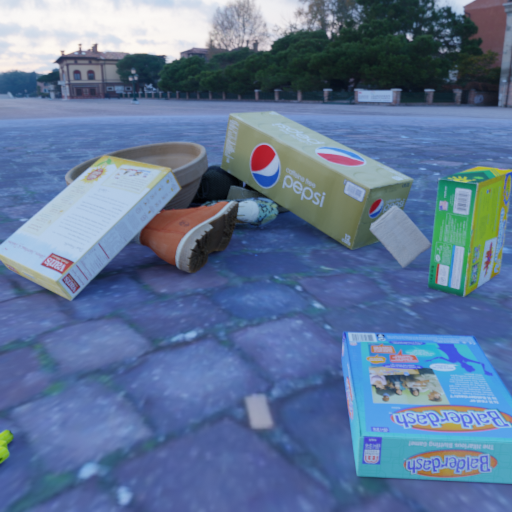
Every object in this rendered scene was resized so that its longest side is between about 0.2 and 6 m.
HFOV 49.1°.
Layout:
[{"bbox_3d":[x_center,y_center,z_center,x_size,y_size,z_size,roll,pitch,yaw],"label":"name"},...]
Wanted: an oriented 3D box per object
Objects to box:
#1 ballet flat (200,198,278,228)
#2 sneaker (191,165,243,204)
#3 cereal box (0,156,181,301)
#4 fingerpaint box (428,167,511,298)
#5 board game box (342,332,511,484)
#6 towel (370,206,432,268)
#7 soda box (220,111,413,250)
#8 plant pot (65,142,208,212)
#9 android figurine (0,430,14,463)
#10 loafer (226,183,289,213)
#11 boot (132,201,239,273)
[{"bbox_3d":[-0.511,-1.036,13.584,2.092,0.776,0.776,-3,15,28],"label":"ballet flat"},{"bbox_3d":[-1.993,-1.834,15.508,3.163,1.209,1.812,6,21,25],"label":"sneaker"},{"bbox_3d":[-3.142,-0.672,10.535,2.167,0.595,3.012,18,56,37],"label":"cereal box"},{"bbox_3d":[3.842,-0.490,10.039,0.733,2.000,1.668,16,25,40],"label":"fingerpaint box"},{"bbox_3d":[1.865,1.560,6.227,1.683,0.498,2.213,2,18,5],"label":"board game box"},{"bbox_3d":[2.776,-0.377,10.814,0.719,1.085,0.187,-40,6,8],"label":"towel"},{"bbox_3d":[1.256,-2.026,13.624,1.624,1.535,4.794,-15,39,-39],"label":"soda box"},{"bbox_3d":[-2.733,-1.579,13.617,3.376,1.558,3.376,-8,26,4],"label":"plant pot"},{"bbox_3d":[-2.864,1.972,5.527,0.788,0.178,0.866,8,18,22],"label":"android figurine"},{"bbox_3d":[0.259,-1.650,15.196,1.070,0.949,2.815,16,26,33],"label":"loafer"},{"bbox_3d":[-1.347,-0.660,11.666,1.523,1.066,2.840,19,24,16],"label":"boot"}]
